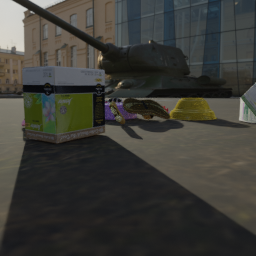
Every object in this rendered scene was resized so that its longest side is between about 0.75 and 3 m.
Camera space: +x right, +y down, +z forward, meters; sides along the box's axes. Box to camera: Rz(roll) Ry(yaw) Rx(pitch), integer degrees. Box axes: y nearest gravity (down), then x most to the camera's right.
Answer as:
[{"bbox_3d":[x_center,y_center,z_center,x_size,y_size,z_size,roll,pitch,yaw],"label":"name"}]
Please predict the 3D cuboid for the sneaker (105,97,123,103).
[{"bbox_3d":[-0.983,-1.415,17.510,2.327,0.938,0.971,5,3,34],"label":"sneaker"}]

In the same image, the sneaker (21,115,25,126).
[{"bbox_3d":[-3.568,-0.623,11.171,0.849,1.025,2.149,-2,6,0],"label":"sneaker"}]

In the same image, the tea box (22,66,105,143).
[{"bbox_3d":[-1.790,-0.728,8.173,1.361,2.004,2.038,5,9,34],"label":"tea box"}]

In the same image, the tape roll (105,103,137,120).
[{"bbox_3d":[-0.666,-0.868,14.051,2.193,0.720,2.193,0,7,0],"label":"tape roll"}]

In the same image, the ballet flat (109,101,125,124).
[{"bbox_3d":[-0.459,-0.530,10.922,0.356,1.036,0.327,-18,21,30],"label":"ballet flat"}]

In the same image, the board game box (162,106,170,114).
[{"bbox_3d":[2.013,-1.150,17.224,2.136,0.416,1.687,6,10,41],"label":"board game box"}]

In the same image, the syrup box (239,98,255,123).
[{"bbox_3d":[6.335,-0.793,12.138,2.701,1.064,1.100,-1,8,-7],"label":"syrup box"}]

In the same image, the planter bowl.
[{"bbox_3d":[3.184,-0.989,13.894,2.415,1.006,2.415,0,8,0],"label":"planter bowl"}]

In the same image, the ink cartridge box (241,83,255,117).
[{"bbox_3d":[5.259,-1.232,9.828,0.515,1.563,2.148,-3,-37,-33],"label":"ink cartridge box"}]

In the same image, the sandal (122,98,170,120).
[{"bbox_3d":[0.796,-0.776,12.926,2.638,0.712,1.060,4,45,-34],"label":"sandal"}]
